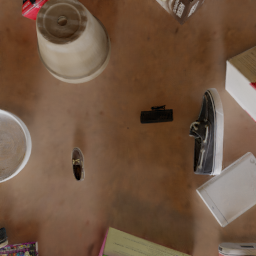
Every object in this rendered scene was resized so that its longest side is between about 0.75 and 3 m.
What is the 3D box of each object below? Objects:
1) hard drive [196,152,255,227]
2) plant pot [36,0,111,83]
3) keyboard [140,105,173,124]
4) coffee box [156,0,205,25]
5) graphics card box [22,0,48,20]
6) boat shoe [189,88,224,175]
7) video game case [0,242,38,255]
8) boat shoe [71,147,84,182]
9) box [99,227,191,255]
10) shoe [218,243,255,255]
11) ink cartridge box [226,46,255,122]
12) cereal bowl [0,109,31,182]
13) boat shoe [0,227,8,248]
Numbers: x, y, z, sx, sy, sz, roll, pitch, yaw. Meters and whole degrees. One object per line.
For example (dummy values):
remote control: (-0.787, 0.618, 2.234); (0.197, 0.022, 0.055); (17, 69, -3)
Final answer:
hard drive: (3.003, 1.694, 7.770); (1.845, 0.246, 1.217); (-35, 86, -3)
plant pot: (-1.537, -2.414, 7.359); (2.085, 1.809, 2.085); (0, 84, 0)
keyboard: (0.813, -0.400, 7.989); (0.954, 0.189, 0.496); (-5, 85, -1)
coffee box: (1.128, -4.191, 7.761); (0.903, 1.296, 2.266); (-44, 86, -4)
graphics card box: (-2.235, -4.444, 7.687); (0.643, 1.587, 2.529); (6, 83, -44)
boat shoe: (2.079, 0.096, 7.661); (0.805, 0.852, 2.376); (0, 92, -1)
video game case: (-2.962, 3.654, 7.624); (1.041, 0.186, 0.944); (-8, 85, -1)
boat shoe: (-1.406, 1.017, 7.807); (0.348, 0.288, 0.968); (-7, 85, -1)
box: (0.438, 3.657, 6.271); (2.533, 2.880, 1.392); (19, 85, 1)
shoe: (3.382, 3.587, 7.415); (1.924, 0.687, 0.875); (0, 86, 5)
ink cartridge box: (4.333, -1.344, 7.133); (2.910, 1.246, 2.148); (-25, 52, -3)
cereal bowl: (-3.569, 0.487, 7.577); (2.016, 0.840, 2.016); (0, 84, 0)
boat shoe: (-4.101, 3.025, 7.461); (1.683, 0.630, 0.520); (-8, 86, -2)
